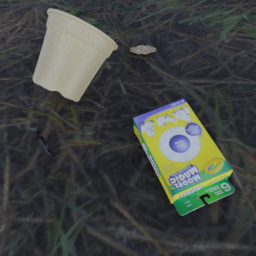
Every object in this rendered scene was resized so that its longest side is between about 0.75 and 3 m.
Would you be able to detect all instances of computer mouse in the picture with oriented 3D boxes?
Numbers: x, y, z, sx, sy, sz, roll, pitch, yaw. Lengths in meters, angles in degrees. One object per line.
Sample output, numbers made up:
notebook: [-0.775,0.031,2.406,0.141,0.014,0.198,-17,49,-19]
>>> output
computer mouse: [-2.392,0.415,7.702,0.214,0.810,0.561,-26,10,1]

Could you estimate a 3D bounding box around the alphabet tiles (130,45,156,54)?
alphabet tiles: [0.584,-3.064,10.939,0.971,0.031,0.808,-25,42,-33]

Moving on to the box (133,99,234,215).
box: [1.383,0.659,7.222,1.634,0.674,2.785,-22,60,-9]

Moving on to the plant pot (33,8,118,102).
plant pot: [-1.806,-2.068,8.653,2.316,2.316,2.120,27,94,22]
